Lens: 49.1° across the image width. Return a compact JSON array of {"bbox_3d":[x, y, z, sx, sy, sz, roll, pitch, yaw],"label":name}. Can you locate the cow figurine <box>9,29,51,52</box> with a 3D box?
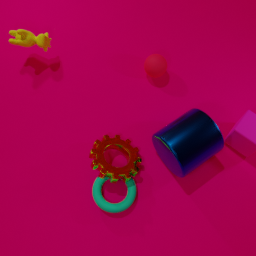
[{"bbox_3d":[-2.908,-2.649,8.424,1.031,1.015,0.566,16,104,40],"label":"cow figurine"}]

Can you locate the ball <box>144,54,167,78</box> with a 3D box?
[{"bbox_3d":[0.835,-1.884,8.481,0.704,0.704,0.704,0,69,0],"label":"ball"}]

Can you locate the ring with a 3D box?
[{"bbox_3d":[-0.354,1.637,7.355,1.158,0.232,1.158,1,63,-2],"label":"ring"}]

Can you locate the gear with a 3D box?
[{"bbox_3d":[-0.328,0.794,7.439,1.369,0.253,1.369,11,49,-14],"label":"gear"}]

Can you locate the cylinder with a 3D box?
[{"bbox_3d":[1.536,0.381,7.308,1.344,1.344,1.344,-33,73,-12],"label":"cylinder"}]

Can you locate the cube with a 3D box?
[{"bbox_3d":[3.277,0.167,7.637,0.802,0.802,0.802,37,68,13],"label":"cube"}]
